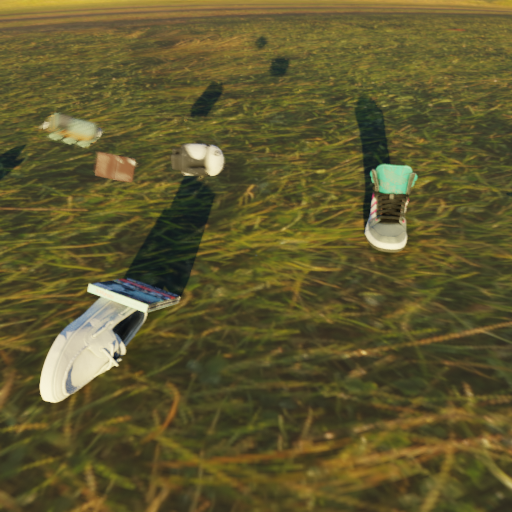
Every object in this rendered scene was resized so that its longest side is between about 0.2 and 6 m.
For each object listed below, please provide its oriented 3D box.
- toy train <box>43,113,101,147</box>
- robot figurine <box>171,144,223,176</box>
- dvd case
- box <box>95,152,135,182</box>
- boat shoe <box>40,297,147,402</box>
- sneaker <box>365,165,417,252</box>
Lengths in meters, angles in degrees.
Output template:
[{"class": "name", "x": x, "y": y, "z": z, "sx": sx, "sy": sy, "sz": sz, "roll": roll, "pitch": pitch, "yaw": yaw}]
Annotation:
[{"class": "toy train", "x": -2.627, "y": -1.809, "z": 8.051, "sx": 0.781, "sy": 0.333, "sz": 0.445, "roll": 10, "pitch": -14, "yaw": -35}, {"class": "robot figurine", "x": -1.012, "y": -1.667, "z": 9.682, "sx": 0.876, "sy": 0.658, "sz": 0.546, "roll": 2, "pitch": -7, "yaw": -1}, {"class": "dvd case", "x": -2.083, "y": 0.662, "z": 9.762, "sx": 1.101, "sy": 0.166, "sz": 1.509, "roll": 18, "pitch": 4, "yaw": 11}, {"class": "box", "x": -3.061, "y": -1.923, "z": 12.151, "sx": 0.629, "sy": 0.516, "sz": 0.522, "roll": 16, "pitch": 8, "yaw": 33}, {"class": "boat shoe", "x": -2.455, "y": 1.427, "z": 8.835, "sx": 0.823, "sy": 0.865, "sz": 2.403, "roll": 7, "pitch": 23, "yaw": 12}, {"class": "sneaker", "x": 2.996, "y": -1.237, "z": 12.377, "sx": 1.035, "sy": 1.495, "sz": 2.475, "roll": 5, "pitch": 32, "yaw": 8}]
